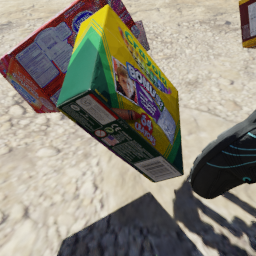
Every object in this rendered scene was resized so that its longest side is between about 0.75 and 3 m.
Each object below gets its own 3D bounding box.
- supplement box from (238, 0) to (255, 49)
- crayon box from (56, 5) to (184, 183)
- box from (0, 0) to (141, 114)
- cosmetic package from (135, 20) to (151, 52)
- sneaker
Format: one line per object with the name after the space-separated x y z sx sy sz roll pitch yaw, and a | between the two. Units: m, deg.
3.226 -2.439 6.414 1.082 1.097 0.729 -4 0 -29 | supplement box
0.057 -0.389 3.572 0.517 1.774 1.530 -22 44 30 | crayon box
-1.184 -1.672 5.854 1.300 1.357 2.722 3 47 52 | box
0.252 -2.221 6.900 0.404 0.757 0.341 -17 21 0 | cosmetic package
0.922 0.128 1.698 0.561 1.489 0.590 -15 60 -39 | sneaker
